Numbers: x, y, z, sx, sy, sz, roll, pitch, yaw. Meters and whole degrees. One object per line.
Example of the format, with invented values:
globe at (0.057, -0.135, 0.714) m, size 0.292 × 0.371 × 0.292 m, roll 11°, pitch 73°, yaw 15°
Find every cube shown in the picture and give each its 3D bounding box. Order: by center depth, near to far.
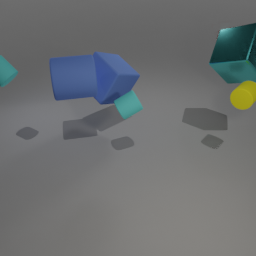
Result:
cube at (3.871, -2.468, 9.526) m, size 1.400 × 1.400 × 1.400 m, roll 30°, pitch -14°, yaw -38°
cube at (-0.700, -1.884, 10.693) m, size 1.400 × 1.400 × 1.400 m, roll 46°, pitch 30°, yaw 21°

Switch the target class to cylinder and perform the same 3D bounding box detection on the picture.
cylinder at (-3.887, -1.741, 8.589) m, size 0.700 × 0.700 × 0.700 m, roll -41°, pitch 14°, yaw 12°
cylinder at (3.638, -1.019, 8.680) m, size 0.700 × 0.700 × 0.700 m, roll 24°, pitch 42°, yaw 33°
cylinder at (0.019, -0.738, 8.955) m, size 0.700 × 0.700 × 0.700 m, roll -30°, pitch 32°, yaw 7°
cylinder at (-1.808, -1.680, 9.353) m, size 1.400 × 1.400 × 1.400 m, roll -7°, pitch 32°, yaw -10°
